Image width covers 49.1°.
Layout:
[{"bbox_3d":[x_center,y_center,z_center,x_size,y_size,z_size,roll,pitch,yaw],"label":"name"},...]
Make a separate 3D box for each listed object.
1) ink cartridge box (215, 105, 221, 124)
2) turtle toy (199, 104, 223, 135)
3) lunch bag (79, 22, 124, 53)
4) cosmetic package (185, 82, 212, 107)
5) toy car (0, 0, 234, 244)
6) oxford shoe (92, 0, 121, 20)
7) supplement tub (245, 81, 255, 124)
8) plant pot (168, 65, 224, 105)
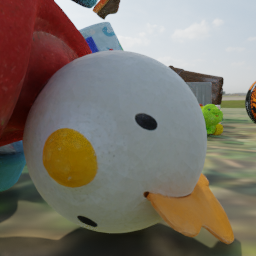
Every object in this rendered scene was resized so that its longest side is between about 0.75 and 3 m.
[{"bbox_3d":[2.619,-0.394,8.623,0.352,0.611,0.837,2,5,26],"label":"ink cartridge box"},{"bbox_3d":[1.522,-0.181,5.890,0.932,0.646,1.279,-1,5,-16],"label":"turtle toy"},{"bbox_3d":[-1.377,-0.884,5.337,2.678,1.104,2.152,-29,3,-16],"label":"lunch bag"},{"bbox_3d":[1.005,-0.616,7.629,2.317,1.238,1.045,-1,4,3],"label":"cosmetic package"},{"bbox_3d":[-0.317,-0.044,1.339,1.918,1.767,1.696,31,14,14],"label":"toy car"},{"bbox_3d":[-0.421,-4.078,8.986,1.622,0.578,0.591,-20,-48,42],"label":"oxford shoe"},{"bbox_3d":[3.484,-0.580,6.178,1.396,1.396,2.278,1,5,6],"label":"supplement tub"},{"bbox_3d":[2.992,-1.526,12.901,2.458,2.483,2.483,11,9,22],"label":"plant pot"}]
